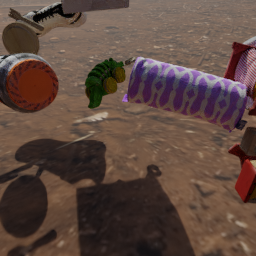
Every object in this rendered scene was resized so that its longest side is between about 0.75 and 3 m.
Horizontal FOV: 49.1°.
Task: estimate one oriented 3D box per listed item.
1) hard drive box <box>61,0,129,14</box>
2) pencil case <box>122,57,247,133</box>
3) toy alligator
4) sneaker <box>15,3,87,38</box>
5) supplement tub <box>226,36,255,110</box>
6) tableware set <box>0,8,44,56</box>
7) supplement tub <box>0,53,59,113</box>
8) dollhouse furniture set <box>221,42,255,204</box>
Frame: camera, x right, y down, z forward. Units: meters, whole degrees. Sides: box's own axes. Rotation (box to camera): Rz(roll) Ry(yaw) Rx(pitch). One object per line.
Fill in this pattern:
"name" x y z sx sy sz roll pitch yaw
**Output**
"hard drive box" -1.194 -4.682 8.605 1.987 0.979 2.550 -11 54 -11
"pencil case" 0.885 -0.519 4.361 1.862 0.796 0.781 19 49 6
"toy alligator" -0.518 -1.516 7.522 0.793 0.726 2.675 -12 33 36
"sneaker" -2.656 -3.763 9.415 2.477 0.913 0.991 -17 0 -4
"supplement tub" 3.051 -1.164 6.059 1.492 1.492 2.435 17 17 24
"tableware set" -3.623 -2.834 8.020 2.423 1.602 0.486 27 33 -9
"supplement tub" -2.033 -0.875 5.357 1.073 1.073 1.751 -21 22 -29
"dollhouse furniture set" 2.025 -0.049 4.611 0.954 2.345 1.262 6 28 -7
